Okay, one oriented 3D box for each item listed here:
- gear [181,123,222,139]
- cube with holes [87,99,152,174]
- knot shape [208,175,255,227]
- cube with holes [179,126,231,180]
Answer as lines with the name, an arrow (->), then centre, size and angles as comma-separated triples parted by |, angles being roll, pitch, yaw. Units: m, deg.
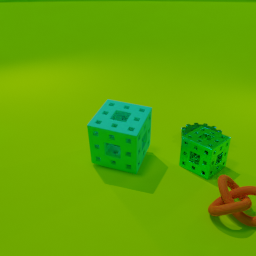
gear -> 2.016, 0.182, 7.680 | 1.091, 0.202, 1.091 | 0, 27, 0
cube with holes -> -0.150, 0.173, 6.438 | 1.103, 1.103, 1.103 | 12, 39, 16
knot shape -> 1.904, 1.331, 5.029 | 1.012, 0.500, 1.081 | -17, 33, -24
cube with holes -> 1.727, 0.539, 6.341 | 0.769, 0.769, 0.769 | -23, 35, -38
